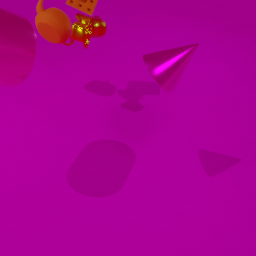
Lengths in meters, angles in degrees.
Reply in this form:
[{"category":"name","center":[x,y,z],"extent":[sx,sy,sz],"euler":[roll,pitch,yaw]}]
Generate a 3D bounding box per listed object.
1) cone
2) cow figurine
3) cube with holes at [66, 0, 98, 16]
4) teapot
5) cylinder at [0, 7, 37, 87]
[{"category":"cone","center":[0.936,-1.295,5.288],"extent":[0.951,0.947,0.947],"euler":[-34,42,24]},{"category":"cow figurine","center":[-1.023,-2.663,7.612],"extent":[1.259,0.691,1.239],"euler":[-11,43,-35]},{"category":"cube with holes","center":[-1.117,-3.593,7.393],"extent":[0.718,0.718,0.718],"euler":[21,47,-13]},{"category":"teapot","center":[-2.118,-3.032,8.044],"extent":[1.037,1.667,0.816],"euler":[4,57,39]},{"category":"cylinder","center":[-2.565,-1.483,4.868],"extent":[1.370,1.370,1.370],"euler":[37,19,29]}]
